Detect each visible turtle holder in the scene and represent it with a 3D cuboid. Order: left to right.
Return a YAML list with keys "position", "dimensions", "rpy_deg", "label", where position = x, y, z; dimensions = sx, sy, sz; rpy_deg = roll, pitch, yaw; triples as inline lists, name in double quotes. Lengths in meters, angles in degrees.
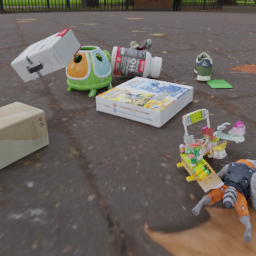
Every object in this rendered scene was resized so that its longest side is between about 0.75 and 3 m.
- position: [-1.341, -2.339, 10.995]
  dimensions: [2.292, 1.628, 1.742]
  rpy_deg: [-18, 32, -31]
  label: "turtle holder"

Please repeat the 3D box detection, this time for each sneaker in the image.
- position: [3.458, -2.916, 12.719]
  dimensions: [0.783, 1.048, 2.335]
  rpy_deg: [4, 26, 9]
  label: "sneaker"

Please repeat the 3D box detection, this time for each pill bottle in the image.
- position: [0.342, -2.798, 12.253]
  dimensions: [2.153, 1.192, 1.192]
  rpy_deg: [9, 27, -2]
  label: "pill bottle"

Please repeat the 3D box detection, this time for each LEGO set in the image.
- position: [1.637, 0.274, 6.134]
  dimensions: [1.307, 1.058, 2.842]
  rpy_deg: [-3, 15, 33]
  label: "LEGO set"

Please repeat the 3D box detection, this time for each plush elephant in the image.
- position: [0.540, -4.073, 14.934]
  dimensions: [1.133, 1.205, 1.463]
  rpy_deg: [8, -4, -14]
  label: "plush elephant"

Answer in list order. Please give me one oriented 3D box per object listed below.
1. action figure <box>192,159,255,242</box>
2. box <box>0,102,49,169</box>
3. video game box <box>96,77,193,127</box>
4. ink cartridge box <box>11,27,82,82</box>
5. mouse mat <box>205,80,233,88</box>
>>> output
- position: [2.164, 1.165, 5.054]
  dimensions: [1.700, 0.889, 1.644]
  rpy_deg: [13, 40, 30]
  label: "action figure"
- position: [-3.238, 0.317, 6.518]
  dimensions: [1.200, 0.982, 2.526]
  rpy_deg: [17, 31, 30]
  label: "box"
- position: [0.634, -1.013, 9.558]
  dimensions: [2.381, 0.612, 2.614]
  rpy_deg: [14, 30, 30]
  label: "video game box"
- position: [-1.477, -1.315, 5.089]
  dimensions: [1.038, 0.435, 0.749]
  rpy_deg: [-11, 37, 28]
  label: "ink cartridge box"
- position: [3.797, -1.865, 11.809]
  dimensions: [0.937, 0.044, 1.164]
  rpy_deg: [-1, 27, -2]
  label: "mouse mat"
